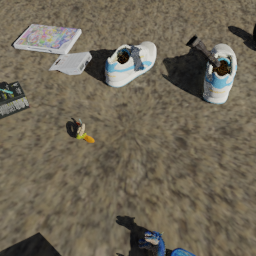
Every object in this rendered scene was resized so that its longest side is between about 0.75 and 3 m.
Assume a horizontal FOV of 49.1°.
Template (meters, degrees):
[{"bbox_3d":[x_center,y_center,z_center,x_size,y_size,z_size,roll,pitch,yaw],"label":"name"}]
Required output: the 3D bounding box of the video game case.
[{"bbox_3d":[-3.397,-3.818,11.941,2.376,0.214,1.701,10,50,12],"label":"video game case"}]

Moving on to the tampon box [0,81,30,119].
[{"bbox_3d":[-3.952,-0.935,9.300,1.061,0.670,0.795,-24,54,-19],"label":"tampon box"}]

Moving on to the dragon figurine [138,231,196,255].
[{"bbox_3d":[1.172,3.013,6.017,2.193,0.645,1.090,16,52,15],"label":"dragon figurine"}]

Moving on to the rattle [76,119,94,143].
[{"bbox_3d":[-1.330,0.075,8.737,0.572,0.521,0.801,6,20,-13],"label":"rattle"}]

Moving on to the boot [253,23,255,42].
[{"bbox_3d":[6.340,-3.793,11.770,1.671,0.664,1.919,-7,60,-7],"label":"boot"}]

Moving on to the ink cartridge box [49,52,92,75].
[{"bbox_3d":[-2.243,-2.501,10.936,1.368,0.390,1.112,-2,46,28],"label":"ink cartridge box"}]

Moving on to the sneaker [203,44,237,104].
[{"bbox_3d":[3.407,-2.237,10.055,1.136,1.199,2.968,11,50,11],"label":"sneaker"}]

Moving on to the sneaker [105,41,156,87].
[{"bbox_3d":[0.206,-2.610,10.443,1.023,1.081,2.675,29,55,24],"label":"sneaker"}]

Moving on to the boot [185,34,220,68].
[{"bbox_3d":[2.199,-2.179,8.119,1.063,0.423,1.221,41,22,-11],"label":"boot"}]
